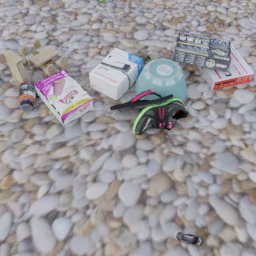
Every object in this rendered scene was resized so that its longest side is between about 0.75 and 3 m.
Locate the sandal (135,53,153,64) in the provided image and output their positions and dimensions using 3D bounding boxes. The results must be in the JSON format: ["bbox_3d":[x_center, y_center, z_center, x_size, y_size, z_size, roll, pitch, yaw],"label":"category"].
[{"bbox_3d":[0.775,-2.970,11.964,1.064,0.304,0.422,29,59,19],"label":"sandal"}]

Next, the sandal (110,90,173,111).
[{"bbox_3d":[0.433,-1.040,9.944,2.312,0.868,0.521,-8,96,14],"label":"sandal"}]

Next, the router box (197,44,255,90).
[{"bbox_3d":[3.893,-2.546,11.544,1.736,0.473,1.935,-12,55,-9],"label":"router box"}]

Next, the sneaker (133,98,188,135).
[{"bbox_3d":[1.161,-0.326,9.708,2.209,0.848,0.926,-27,54,-17],"label":"sneaker"}]

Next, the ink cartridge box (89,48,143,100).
[{"bbox_3d":[-0.448,-2.166,11.074,1.349,0.786,1.866,26,58,18],"label":"ink cartridge box"}]

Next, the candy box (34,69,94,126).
[{"bbox_3d":[-2.389,-1.191,10.469,1.373,0.614,2.013,-33,61,-22],"label":"candy box"}]

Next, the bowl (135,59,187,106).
[{"bbox_3d":[1.290,-1.860,10.685,2.052,1.073,2.052,0,54,1],"label":"bowl"}]

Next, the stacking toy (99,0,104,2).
[{"bbox_3d":[-1.433,-7.486,15.237,1.162,0.362,1.541,30,60,20],"label":"stacking toy"}]

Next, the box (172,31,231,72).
[{"bbox_3d":[2.941,-3.087,11.106,2.176,0.534,1.754,13,43,6],"label":"box"}]

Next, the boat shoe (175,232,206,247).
[{"bbox_3d":[1.705,2.983,7.448,0.936,0.267,0.313,19,75,-15],"label":"boat shoe"}]

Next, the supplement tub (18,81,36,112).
[{"bbox_3d":[-3.778,-1.165,10.468,0.608,0.608,1.136,-8,54,-5],"label":"supplement tub"}]

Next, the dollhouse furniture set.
[{"bbox_3d":[-3.742,-2.790,11.240,1.781,1.261,1.939,36,61,23],"label":"dollhouse furniture set"}]
